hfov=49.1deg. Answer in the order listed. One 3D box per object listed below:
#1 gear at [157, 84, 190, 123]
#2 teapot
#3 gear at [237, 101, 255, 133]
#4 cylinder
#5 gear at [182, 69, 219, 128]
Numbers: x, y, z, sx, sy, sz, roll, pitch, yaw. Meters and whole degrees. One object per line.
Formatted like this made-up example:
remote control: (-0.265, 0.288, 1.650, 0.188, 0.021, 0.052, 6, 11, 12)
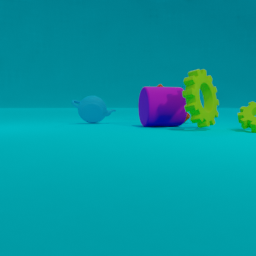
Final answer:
gear: (1.789, -1.007, 11.399, 0.337, 1.820, 1.820, -43, -11, 18)
teapot: (-1.339, -0.781, 11.094, 1.823, 1.134, 0.893, 14, 31, -12)
gear: (3.754, -0.356, 7.594, 1.425, 0.263, 1.425, -15, 27, 8)
cylinder: (1.140, -0.715, 9.440, 1.318, 1.318, 1.318, -1, 5, -13)
gear: (2.130, -0.852, 8.080, 0.304, 1.646, 1.646, -9, -2, 41)
